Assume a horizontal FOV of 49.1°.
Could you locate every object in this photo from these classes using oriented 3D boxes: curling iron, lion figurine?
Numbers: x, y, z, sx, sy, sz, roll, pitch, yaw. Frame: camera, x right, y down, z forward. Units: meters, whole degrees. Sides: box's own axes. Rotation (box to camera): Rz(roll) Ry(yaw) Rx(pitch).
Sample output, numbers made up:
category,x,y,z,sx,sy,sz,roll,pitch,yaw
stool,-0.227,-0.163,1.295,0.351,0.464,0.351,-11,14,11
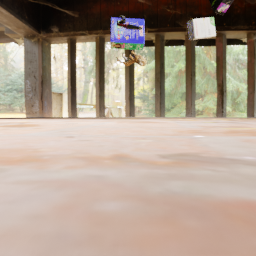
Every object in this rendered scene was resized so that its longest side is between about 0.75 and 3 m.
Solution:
category,x,y,z,sx,sy,sz,roll,pitch,yaw
curling iron,0.018,-3.472,9.365,0.196,0.380,1.533,9,23,-35
lion figurine,0.116,-2.401,9.954,1.068,0.387,0.654,6,-22,45

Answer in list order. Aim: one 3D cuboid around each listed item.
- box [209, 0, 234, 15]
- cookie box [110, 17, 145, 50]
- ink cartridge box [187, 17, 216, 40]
category,x,y,z,sx,sy,sz,roll,pitch,yaw
box,2.352,-3.597,6.229,0.302,1.197,1.674,9,-37,-22
cookie box,-0.026,-3.617,10.781,1.285,1.099,0.483,2,-15,-4
ink cartridge box,2.776,-3.755,10.599,0.977,0.710,0.428,-15,12,-22
